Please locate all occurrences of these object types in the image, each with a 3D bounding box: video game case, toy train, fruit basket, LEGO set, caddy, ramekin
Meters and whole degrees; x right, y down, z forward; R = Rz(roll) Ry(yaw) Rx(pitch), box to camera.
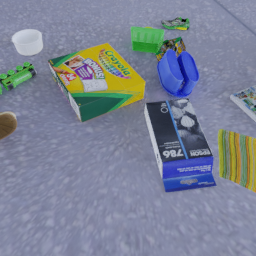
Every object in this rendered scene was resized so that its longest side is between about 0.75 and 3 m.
[{"bbox_3d":[4.378,-0.714,8.811,1.550,0.187,1.700,-21,53,-17],"label":"video game case"},{"bbox_3d":[-3.984,-1.591,9.441,0.577,0.427,2.047,41,60,18],"label":"toy train"},{"bbox_3d":[0.765,-3.598,10.894,1.374,0.991,1.374,-1,66,3],"label":"fruit basket"},{"bbox_3d":[1.641,-2.738,10.383,0.995,0.750,1.294,-10,38,31],"label":"LEGO set"},{"bbox_3d":[1.617,-1.794,9.291,1.176,0.873,1.663,1,60,-18],"label":"caddy"},{"bbox_3d":[-3.833,-3.290,10.807,1.107,0.540,1.107,0,49,0],"label":"ramekin"}]

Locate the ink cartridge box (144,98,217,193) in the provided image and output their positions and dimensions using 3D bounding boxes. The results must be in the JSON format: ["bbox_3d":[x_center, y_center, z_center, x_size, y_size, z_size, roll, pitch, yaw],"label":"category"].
[{"bbox_3d":[1.380,0.348,7.670,1.395,0.550,2.806,-7,50,-7],"label":"ink cartridge box"}]

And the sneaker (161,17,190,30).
[{"bbox_3d":[2.018,-4.502,11.877,1.207,0.514,0.471,3,49,4],"label":"sneaker"}]

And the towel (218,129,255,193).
[{"bbox_3d":[1.623,0.513,3.112,0.153,0.730,1.697,-18,18,-20],"label":"towel"}]

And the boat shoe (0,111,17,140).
[{"bbox_3d":[-4.108,0.236,7.681,2.248,0.801,0.725,-26,25,-11],"label":"boat shoe"}]

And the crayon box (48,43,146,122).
[{"bbox_3d":[-1.062,-1.625,9.207,2.250,0.760,2.607,-24,53,-19],"label":"crayon box"}]
